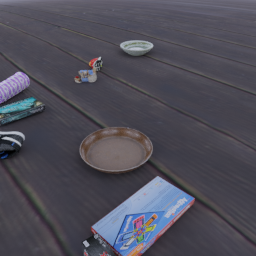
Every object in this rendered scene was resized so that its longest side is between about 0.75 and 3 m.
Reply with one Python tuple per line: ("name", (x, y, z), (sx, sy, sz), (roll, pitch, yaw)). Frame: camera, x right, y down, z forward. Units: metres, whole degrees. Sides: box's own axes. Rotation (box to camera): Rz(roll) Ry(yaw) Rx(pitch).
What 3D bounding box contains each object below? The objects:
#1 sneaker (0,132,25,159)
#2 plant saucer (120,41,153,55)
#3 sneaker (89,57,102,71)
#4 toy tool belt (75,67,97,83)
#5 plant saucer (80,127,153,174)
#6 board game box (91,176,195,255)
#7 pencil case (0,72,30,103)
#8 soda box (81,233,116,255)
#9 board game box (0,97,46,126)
("sneaker", (-4.604, 0.627, 9.770), (1.767, 0.646, 0.989), (-5, 44, 7))
("plant saucer", (0.592, -5.443, 19.253), (2.263, 0.568, 2.263), (1, 33, 0))
("sneaker", (-1.987, -3.781, 16.749), (0.732, 0.664, 1.725), (-5, 23, 7))
("toy tool belt", (-2.304, -2.920, 15.165), (1.217, 0.748, 0.760), (-4, 33, -6))
("plant saucer", (-0.403, 0.792, 9.736), (2.499, 0.401, 2.499), (0, 32, 0))
("board game box", (0.471, 2.316, 7.488), (1.361, 0.257, 2.643), (27, 41, 37))
("pencil case", (-5.746, -1.972, 13.513), (0.934, 0.917, 2.185), (28, 36, 8))
("soda box", (-0.455, 3.036, 6.122), (0.466, 0.520, 1.471), (-20, 37, -32))
("board game box", (-4.811, -0.789, 12.184), (2.022, 0.285, 1.368), (-26, 37, -34))
